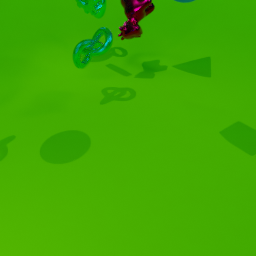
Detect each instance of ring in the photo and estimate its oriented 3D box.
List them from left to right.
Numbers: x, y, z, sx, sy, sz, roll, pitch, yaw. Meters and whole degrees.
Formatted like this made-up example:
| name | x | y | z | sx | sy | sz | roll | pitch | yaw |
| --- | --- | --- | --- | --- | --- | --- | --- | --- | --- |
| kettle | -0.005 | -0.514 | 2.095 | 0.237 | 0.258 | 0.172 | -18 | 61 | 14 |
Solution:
| name | x | y | z | sx | sy | sz | roll | pitch | yaw |
| --- | --- | --- | --- | --- | --- | --- | --- | --- | --- |
| ring | -1.045 | -4.368 | 9.657 | 0.224 | 1.121 | 1.121 | -13 | 38 | -27 |

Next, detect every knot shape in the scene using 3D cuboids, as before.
| name | x | y | z | sx | sy | sz | roll | pitch | yaw |
| --- | --- | --- | --- | --- | --- | --- | --- | --- | --- |
| knot shape | -0.974 | -1.979 | 7.114 | 1.149 | 0.567 | 1.228 | -47 | 19 | -30 |

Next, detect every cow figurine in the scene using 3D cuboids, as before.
| name | x | y | z | sx | sy | sz | roll | pitch | yaw |
| --- | --- | --- | --- | --- | --- | --- | --- | --- | --- |
| cow figurine | 0.099 | -3.379 | 8.273 | 1.384 | 0.772 | 1.406 | -35 | 79 | 13 |

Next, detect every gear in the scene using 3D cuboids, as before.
| name | x | y | z | sx | sy | sz | roll | pitch | yaw |
| --- | --- | --- | --- | --- | --- | --- | --- | --- | --- |
| gear | -1.222 | -3.695 | 7.607 | 0.230 | 1.242 | 1.242 | -45 | 52 | -15 |

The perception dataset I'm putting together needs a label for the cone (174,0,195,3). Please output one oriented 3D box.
| name | x | y | z | sx | sy | sz | roll | pitch | yaw |
| --- | --- | --- | --- | --- | --- | --- | --- | --- | --- |
| cone | 1.726 | -4.452 | 7.324 | 1.584 | 1.584 | 1.590 | 24 | 63 | 29 |
